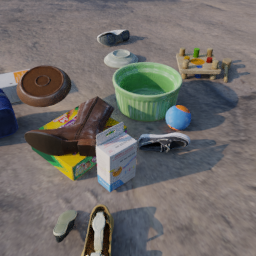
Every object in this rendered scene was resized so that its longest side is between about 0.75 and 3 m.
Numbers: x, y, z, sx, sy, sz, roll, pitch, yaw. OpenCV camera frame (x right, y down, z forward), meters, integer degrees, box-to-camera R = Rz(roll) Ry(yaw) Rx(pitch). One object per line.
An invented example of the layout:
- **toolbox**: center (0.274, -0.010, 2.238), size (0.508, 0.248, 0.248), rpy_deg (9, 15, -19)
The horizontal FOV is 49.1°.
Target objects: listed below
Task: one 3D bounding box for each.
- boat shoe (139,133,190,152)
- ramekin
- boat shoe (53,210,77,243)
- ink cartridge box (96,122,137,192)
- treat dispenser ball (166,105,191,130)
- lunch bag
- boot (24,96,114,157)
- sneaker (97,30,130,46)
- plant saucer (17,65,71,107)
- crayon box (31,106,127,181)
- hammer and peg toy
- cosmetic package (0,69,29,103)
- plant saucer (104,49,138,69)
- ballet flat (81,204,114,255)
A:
- **boat shoe**: center (1.235, 0.560, 9.602), size (1.774, 0.636, 0.601), rpy_deg (2, 39, 7)
- **ramekin**: center (0.770, -1.487, 11.517), size (2.762, 1.349, 2.762), rpy_deg (0, 39, 0)
- **boat shoe**: center (-1.627, 2.564, 7.324), size (0.424, 0.376, 1.134), rpy_deg (2, 14, 2)
- **ink cartridge box**: center (-0.324, 0.859, 8.172), size (1.055, 1.832, 0.621), rpy_deg (-28, 46, -33)
- **treat dispenser ball**: center (1.893, -0.386, 10.537), size (0.940, 0.940, 0.940), rpy_deg (0, 39, 0)
- **lunch bag**: center (-5.233, -0.415, 9.967), size (2.164, 1.470, 1.432), rpy_deg (-21, 55, -27)
- **boot**: center (-1.801, -0.227, 9.271), size (2.415, 0.832, 2.591), rpy_deg (11, 41, -1)
- **sneaker**: center (-0.965, -5.513, 17.043), size (2.236, 0.833, 0.974), rpy_deg (-21, 34, -34)
- **plant saucer**: center (-3.163, -1.675, 10.482), size (2.037, 0.351, 2.037), rpy_deg (1, 56, -2)
- **crayon box**: center (-1.687, 0.338, 9.753), size (2.225, 0.752, 2.579), rpy_deg (28, 47, 30)
- **hammer and peg toy**: center (3.883, -3.207, 13.914), size (2.791, 0.984, 2.053), rpy_deg (2, 39, 2)
- **cosmetic package**: center (-5.290, -1.719, 12.179), size (2.439, 0.869, 1.237), rpy_deg (-17, 43, -19)
- **plant saucer**: center (-0.371, -3.818, 15.087), size (1.858, 0.466, 1.858), rpy_deg (0, 40, 0)
- **ballet flat**: center (-0.771, 2.908, 6.601), size (0.842, 0.773, 2.454), rpy_deg (0, 39, -1)
